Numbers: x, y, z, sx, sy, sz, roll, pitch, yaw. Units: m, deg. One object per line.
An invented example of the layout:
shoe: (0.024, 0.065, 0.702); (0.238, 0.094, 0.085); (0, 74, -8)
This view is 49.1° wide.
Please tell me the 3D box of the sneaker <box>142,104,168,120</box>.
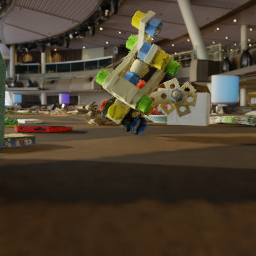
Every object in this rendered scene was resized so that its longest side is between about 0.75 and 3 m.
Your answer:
sneaker: (1.357, -0.971, 14.399); (2.746, 0.917, 1.471); (1, -19, -40)

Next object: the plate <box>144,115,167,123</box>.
plate: (2.136, -0.431, 12.961); (2.803, 0.358, 2.803); (1, 2, 0)

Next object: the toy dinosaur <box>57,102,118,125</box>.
toy dinosaur: (-1.300, -0.373, 10.607); (2.892, 0.842, 1.463); (7, -14, -12)

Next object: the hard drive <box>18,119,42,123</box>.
hard drive: (-4.380, -0.299, 12.405); (0.746, 0.149, 1.131); (-3, 4, -37)

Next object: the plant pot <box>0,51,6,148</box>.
plant pot: (-1.908, -0.327, 2.159); (1.526, 1.525, 2.159); (0, -2, 4)

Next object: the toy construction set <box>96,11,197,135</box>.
toy construction set: (0.380, -0.752, 5.416); (1.274, 1.814, 2.766); (33, 3, 28)

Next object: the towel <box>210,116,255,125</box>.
towel: (4.254, -0.284, 11.377); (1.816, 0.374, 2.434); (0, 0, -44)

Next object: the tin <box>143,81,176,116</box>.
tin: (0.799, -0.956, 10.562); (2.358, 0.494, 1.320); (-35, -12, 6)

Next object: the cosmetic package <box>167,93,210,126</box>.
cosmetic package: (2.258, -0.689, 10.297); (1.408, 1.171, 1.178); (2, 4, 20)

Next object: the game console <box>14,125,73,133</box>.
game console: (-2.141, 0.000, 7.140); (1.176, 0.182, 1.040); (1, 4, 13)

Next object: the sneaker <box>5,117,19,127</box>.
sneaker: (-4.003, -0.193, 9.224); (0.751, 0.314, 0.278); (-2, 5, -22)

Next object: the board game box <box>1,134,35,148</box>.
board game box: (-1.898, 0.192, 4.061); (0.887, 0.153, 0.601); (-3, 4, -44)
